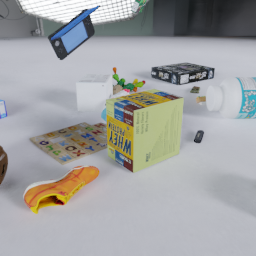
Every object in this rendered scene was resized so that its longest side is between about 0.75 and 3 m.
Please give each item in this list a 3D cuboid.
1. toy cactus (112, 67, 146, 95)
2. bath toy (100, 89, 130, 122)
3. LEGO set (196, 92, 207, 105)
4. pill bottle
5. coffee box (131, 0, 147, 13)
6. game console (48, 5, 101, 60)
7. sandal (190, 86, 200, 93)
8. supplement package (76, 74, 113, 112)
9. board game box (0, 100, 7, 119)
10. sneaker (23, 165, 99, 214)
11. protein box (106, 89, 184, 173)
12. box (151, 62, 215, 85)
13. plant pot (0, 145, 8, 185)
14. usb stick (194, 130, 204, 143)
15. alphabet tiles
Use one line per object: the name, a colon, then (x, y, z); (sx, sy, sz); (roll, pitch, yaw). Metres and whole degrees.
toy cactus: (-0.367, -2.079, 13.509); (2.231, 1.141, 1.841); (13, 34, 8)
bath toy: (-0.263, -0.824, 10.461); (1.069, 0.909, 2.459); (39, 20, -11)
LEGO set: (4.224, -1.475, 11.950); (2.512, 0.935, 1.156); (7, 24, 17)
pill bottle: (4.379, -1.105, 10.339); (2.752, 1.525, 1.525); (-1, 23, -2)
coffee box: (0.593, -5.423, 11.592); (0.284, 1.290, 0.793); (32, 29, 6)
game console: (-1.842, -3.515, 10.486); (1.179, 1.700, 1.992); (36, 70, 28)
sandal: (3.325, -1.937, 13.841); (0.444, 0.319, 1.119); (7, 24, 17)
supplement package: (-1.336, -1.480, 11.586); (1.208, 1.216, 1.603); (2, 23, 5)
board game box: (-6.335, -0.716, 10.508); (2.952, 0.661, 1.984); (14, 27, 30)
sneaker: (-1.315, 1.324, 5.990); (1.720, 0.628, 0.663); (-22, 51, -32)
protein box: (0.439, -0.001, 7.486); (1.703, 1.690, 1.149); (-17, 28, -35)
box: (3.230, -3.272, 16.569); (2.952, 0.643, 2.365); (-16, 27, -32)
plant pot: (-3.719, 0.711, 5.999); (1.737, 1.754, 1.754); (16, 27, 18)
usb stick: (2.251, 0.268, 8.858); (0.231, 0.136, 0.834); (9, 25, 19)
alphabet tiles: (-1.473, 0.325, 8.783); (2.489, 0.094, 2.081); (-20, 30, -38)
